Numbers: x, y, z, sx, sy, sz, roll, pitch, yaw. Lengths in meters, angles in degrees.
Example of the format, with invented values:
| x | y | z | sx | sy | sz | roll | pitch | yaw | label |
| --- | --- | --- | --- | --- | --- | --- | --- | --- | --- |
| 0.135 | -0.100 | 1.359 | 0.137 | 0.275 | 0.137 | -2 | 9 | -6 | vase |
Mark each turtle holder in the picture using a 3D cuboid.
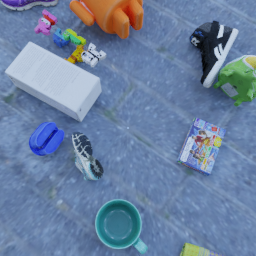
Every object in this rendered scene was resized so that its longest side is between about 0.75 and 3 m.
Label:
| x | y | z | sx | sy | sz | roll | pitch | yaw | label |
| --- | --- | --- | --- | --- | --- | --- | --- | --- | --- |
| 3.294 | -1.524 | 7.886 | 1.192 | 1.679 | 1.275 | -44 | 61 | -12 | turtle holder |

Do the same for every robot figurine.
| x | y | z | sx | sy | sz | roll | pitch | yaw | label |
| --- | --- | --- | --- | --- | --- | --- | --- | --- | --- |
| -0.619 | -4.148 | 8.812 | 2.002 | 1.623 | 2.783 | -45 | 74 | 27 | robot figurine |

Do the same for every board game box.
| x | y | z | sx | sy | sz | roll | pitch | yaw | label |
| --- | --- | --- | --- | --- | --- | --- | --- | --- | --- |
| 2.097 | 0.508 | 7.999 | 0.966 | 0.246 | 1.427 | 24 | 73 | 7 | board game box |

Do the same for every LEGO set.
| x | y | z | sx | sy | sz | roll | pitch | yaw | label |
| --- | --- | --- | --- | --- | --- | --- | --- | --- | --- |
| -1.879 | -2.421 | 8.656 | 2.337 | 0.891 | 0.959 | 36 | 78 | 4 | LEGO set |

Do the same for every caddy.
| x | y | z | sx | sy | sz | roll | pitch | yaw | label |
| --- | --- | --- | --- | --- | --- | --- | --- | --- | --- |
| -2.279 | 0.291 | 7.818 | 0.722 | 0.536 | 1.022 | 47 | 56 | -25 | caddy |

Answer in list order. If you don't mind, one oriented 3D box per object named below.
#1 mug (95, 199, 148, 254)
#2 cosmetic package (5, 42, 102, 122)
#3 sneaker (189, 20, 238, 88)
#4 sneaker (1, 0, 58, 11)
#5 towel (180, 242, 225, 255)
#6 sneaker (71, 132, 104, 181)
| x | y | z | sx | sy | sz | roll | pitch | yaw | label |
| --- | --- | --- | --- | --- | --- | --- | --- | --- | --- |
| -0.217 | 2.524 | 7.012 | 1.131 | 0.851 | 1.376 | -11 | 70 | -8 | mug |
| -2.145 | -1.359 | 8.266 | 2.452 | 0.873 | 1.243 | 29 | 74 | 9 | cosmetic package |
| 2.382 | -2.340 | 8.681 | 1.302 | 0.850 | 2.327 | 26 | 66 | 12 | sneaker |
| -3.313 | -4.533 | 9.337 | 1.932 | 0.806 | 0.779 | -10 | 72 | -3 | sneaker |
| 2.418 | 4.186 | 6.783 | 2.779 | 0.316 | 1.996 | 20 | 74 | 6 | towel |
| -1.250 | 0.797 | 7.534 | 0.615 | 0.553 | 1.426 | -27 | 87 | 36 | sneaker |
